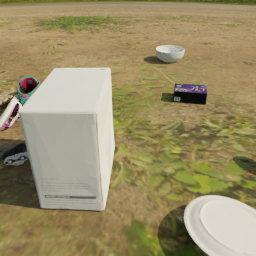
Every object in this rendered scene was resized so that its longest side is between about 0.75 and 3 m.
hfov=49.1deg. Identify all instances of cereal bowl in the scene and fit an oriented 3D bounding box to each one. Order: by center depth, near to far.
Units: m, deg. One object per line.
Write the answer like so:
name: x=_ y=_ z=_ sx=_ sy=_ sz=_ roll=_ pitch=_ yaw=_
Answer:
cereal bowl: x=2.716 y=-4.781 z=18.236 sx=1.877 sy=0.782 sz=1.877 roll=1 pitch=31 yaw=0

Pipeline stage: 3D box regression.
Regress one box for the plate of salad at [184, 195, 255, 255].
plate of salad: x=2.377 y=2.390 z=6.428 sx=2.259 sy=0.543 sz=2.259 roll=9 pitch=26 yaw=-4

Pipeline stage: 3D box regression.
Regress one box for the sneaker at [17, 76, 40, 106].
sneaker: x=-4.099 y=-1.607 z=12.160 sx=1.010 sy=1.459 sz=2.416 roll=-6 pitch=32 yaw=-1

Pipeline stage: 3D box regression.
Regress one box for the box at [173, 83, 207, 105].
box: x=2.902 y=-1.620 z=13.134 sx=1.499 sy=0.591 sz=1.058 roll=5 pitch=28 yaw=9

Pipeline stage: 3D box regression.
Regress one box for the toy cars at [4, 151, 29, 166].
toy cars: x=-3.168 y=0.827 z=9.210 sx=0.773 sy=0.382 sz=1.725 roll=6 pitch=30 yaw=46

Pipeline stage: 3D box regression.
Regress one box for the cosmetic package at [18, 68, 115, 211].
cosmetic package: x=-1.415 y=0.160 z=7.805 sx=1.804 sy=2.935 sz=2.925 roll=2 pitch=30 yaw=2

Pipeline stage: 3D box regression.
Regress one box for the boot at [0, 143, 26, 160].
boot: x=-4.004 y=0.721 z=9.466 sx=0.632 sy=0.328 sz=0.968 roll=14 pitch=32 yaw=32

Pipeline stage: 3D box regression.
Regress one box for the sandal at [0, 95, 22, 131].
sandal: x=-4.602 y=-0.558 z=11.171 sx=0.673 sy=1.114 sz=2.737 roll=35 pitch=24 yaw=-21

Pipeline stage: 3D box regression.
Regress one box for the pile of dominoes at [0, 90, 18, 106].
pile of dominoes: x=-5.815 y=-0.853 z=11.817 sx=2.178 sy=0.445 sz=2.795 roll=-5 pitch=28 yaw=30
